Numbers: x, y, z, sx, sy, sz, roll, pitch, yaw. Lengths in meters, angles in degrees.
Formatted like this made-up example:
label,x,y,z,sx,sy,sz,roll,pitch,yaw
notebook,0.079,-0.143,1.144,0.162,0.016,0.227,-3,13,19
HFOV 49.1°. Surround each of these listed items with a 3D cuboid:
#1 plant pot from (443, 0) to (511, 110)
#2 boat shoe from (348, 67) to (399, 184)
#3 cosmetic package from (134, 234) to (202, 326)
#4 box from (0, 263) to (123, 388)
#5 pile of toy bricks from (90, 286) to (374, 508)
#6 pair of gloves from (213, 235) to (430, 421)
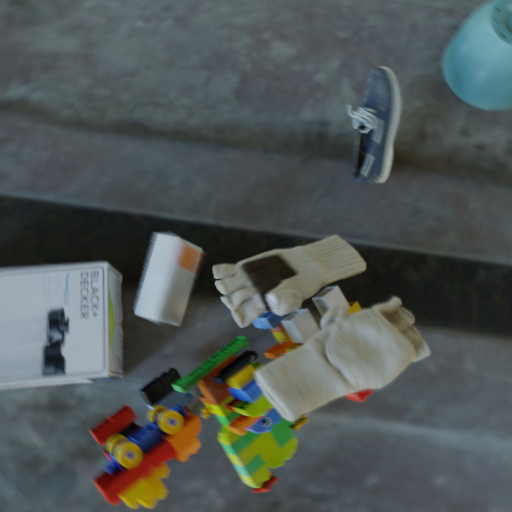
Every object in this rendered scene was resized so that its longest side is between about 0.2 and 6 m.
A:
label,x,y,z,sx,sy,sz,roll,pitch,yaw
plant pot,4.803,-4.068,10.847,1.902,1.527,1.902,0,74,0
boat shoe,2.127,-2.408,10.413,0.653,0.791,2.112,-5,110,-24
cosmetic package,-1.504,0.423,9.680,0.510,0.726,1.430,11,81,31
box,-4.101,1.249,9.675,3.409,1.025,1.989,-3,75,-1
pile of toy bricks,-0.179,2.619,8.894,4.608,2.557,2.275,-33,98,-25
pair of gloves,0.916,0.821,8.380,2.540,0.524,2.987,-16,46,-16
